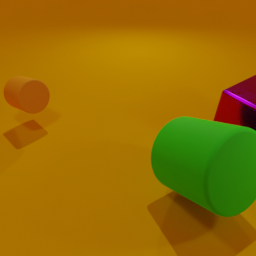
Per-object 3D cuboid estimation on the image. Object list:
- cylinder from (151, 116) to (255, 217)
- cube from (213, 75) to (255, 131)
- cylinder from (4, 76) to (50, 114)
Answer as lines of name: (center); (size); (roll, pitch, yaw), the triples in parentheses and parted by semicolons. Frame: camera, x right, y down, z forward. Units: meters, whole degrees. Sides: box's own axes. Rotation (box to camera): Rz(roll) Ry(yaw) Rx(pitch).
cylinder: (1.294, 0.557, 4.635); (1.357, 1.357, 1.357); (-19, 18, -26)
cube: (2.754, -0.116, 5.875); (1.368, 1.368, 1.368); (-25, 47, -32)
cylinder: (-2.432, -0.808, 6.729); (0.803, 0.803, 0.803); (18, 37, 42)
